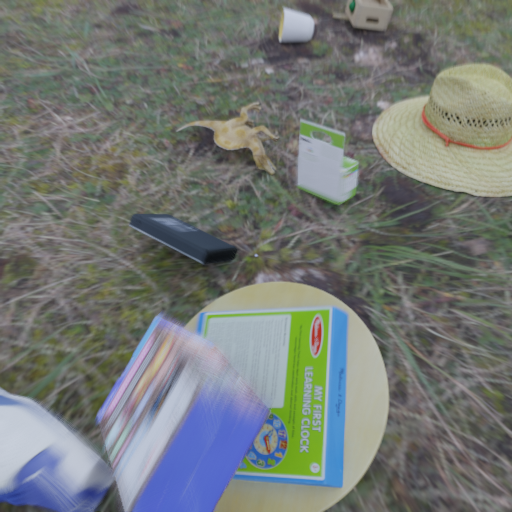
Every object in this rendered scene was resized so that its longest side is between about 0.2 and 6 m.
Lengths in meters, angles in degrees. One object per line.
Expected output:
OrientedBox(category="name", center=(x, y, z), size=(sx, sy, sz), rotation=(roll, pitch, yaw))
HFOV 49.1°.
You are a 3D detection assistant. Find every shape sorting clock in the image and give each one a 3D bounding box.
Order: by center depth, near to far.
OrientedBox(category="shape sorting clock", center=(0.115, 1.700, 6.884), size=(2.979, 0.584, 2.979), rotation=(-11, 58, 18))

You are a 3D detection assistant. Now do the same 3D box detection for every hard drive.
OrientedBox(category="hard drive", center=(-1.155, -0.299, 9.050), size=(1.477, 0.243, 1.031), rotation=(26, 14, 22))

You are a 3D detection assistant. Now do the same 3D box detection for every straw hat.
OrientedBox(category="straw hat", center=(4.221, -2.855, 10.972), size=(3.653, 1.546, 3.653), rotation=(0, 47, 0))

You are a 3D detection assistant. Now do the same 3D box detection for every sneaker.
OrientedBox(category="sneaker", center=(-3.376, 2.386, 6.343), size=(3.287, 1.328, 1.898), rotation=(23, 62, 17))

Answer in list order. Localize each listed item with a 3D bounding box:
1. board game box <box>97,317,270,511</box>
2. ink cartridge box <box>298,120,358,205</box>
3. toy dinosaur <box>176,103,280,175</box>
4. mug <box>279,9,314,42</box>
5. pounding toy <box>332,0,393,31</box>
OrientedBox(category="board game box", center=(-0.833, 1.646, 5.805), size=(1.355, 0.823, 1.700), rotation=(-59, 29, 2))
OrientedBox(category="ink cartridge box", center=(1.272, -1.714, 9.894), size=(0.995, 1.346, 0.510), rotation=(29, 45, 35))
OrientedBox(category="toy dinosaur", center=(-0.418, -2.535, 11.236), size=(2.497, 0.727, 1.262), rotation=(32, 56, 26))
OrientedBox(category="mug", center=(1.043, -5.947, 14.456), size=(0.802, 0.782, 0.977), rotation=(5, 53, -6))
OrientedBox(category="pounding toy", center=(2.840, -6.545, 15.072), size=(1.194, 0.849, 1.099), rotation=(1, 47, -13))
